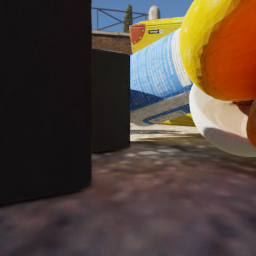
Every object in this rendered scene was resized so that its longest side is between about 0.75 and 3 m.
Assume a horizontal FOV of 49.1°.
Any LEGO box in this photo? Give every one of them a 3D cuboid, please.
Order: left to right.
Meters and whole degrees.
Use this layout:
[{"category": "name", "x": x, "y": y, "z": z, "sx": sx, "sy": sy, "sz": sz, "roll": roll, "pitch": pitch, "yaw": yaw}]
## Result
[{"category": "LEGO box", "x": 1.321, "y": -0.954, "z": 4.721, "sx": 2.347, "sy": 1.747, "sz": 0.905, "roll": 5, "pitch": 27, "yaw": 23}]

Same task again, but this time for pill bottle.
[{"category": "pill bottle", "x": 0.442, "y": -0.633, "z": 3.979, "sx": 1.932, "sy": 1.084, "sz": 1.084, "roll": -18, "pitch": -9, "yaw": 38}]

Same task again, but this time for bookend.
[{"category": "bookend", "x": -0.848, "y": -0.336, "z": 2.295, "sx": 2.690, "sy": 1.247, "sz": 2.707, "roll": -2, "pitch": 4, "yaw": -36}]

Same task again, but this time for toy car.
[{"category": "toy car", "x": 1.553, "y": -0.500, "z": 1.718, "sx": 2.249, "sy": 1.968, "sz": 1.687, "roll": -15, "pitch": 47, "yaw": -12}]
